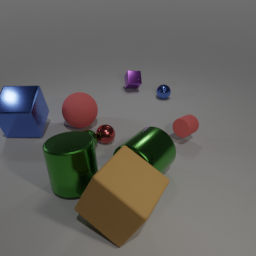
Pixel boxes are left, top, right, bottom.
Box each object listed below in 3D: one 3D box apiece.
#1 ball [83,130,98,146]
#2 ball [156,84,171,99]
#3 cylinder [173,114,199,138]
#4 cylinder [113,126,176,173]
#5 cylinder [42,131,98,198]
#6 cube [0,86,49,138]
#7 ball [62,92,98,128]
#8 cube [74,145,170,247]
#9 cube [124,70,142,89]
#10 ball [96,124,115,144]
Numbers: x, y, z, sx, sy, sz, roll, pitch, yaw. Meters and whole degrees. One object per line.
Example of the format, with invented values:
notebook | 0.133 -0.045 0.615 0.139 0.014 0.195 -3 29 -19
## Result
ball | -1.401 0.405 9.810 0.700 0.700 0.700 0 30 0
ball | 1.730 -1.763 13.592 0.700 0.700 0.700 0 30 0
cylinder | 2.070 -0.077 10.028 0.700 0.700 0.700 23 28 34
cylinder | 0.496 0.852 8.298 1.400 1.400 1.400 20 35 31
cylinder | -1.580 0.993 7.941 1.400 1.400 1.400 -4 24 2
cube | -3.918 -0.600 10.421 1.400 1.400 1.400 0 51 3
ball | -1.890 -0.702 11.017 1.400 1.400 1.400 0 30 0
cube | -0.137 1.564 6.567 1.400 1.400 1.400 37 38 7
cube | 0.249 -2.466 14.299 0.700 0.700 0.700 -1 -14 -16
ball | -0.808 0.216 10.144 0.700 0.700 0.700 0 30 0
